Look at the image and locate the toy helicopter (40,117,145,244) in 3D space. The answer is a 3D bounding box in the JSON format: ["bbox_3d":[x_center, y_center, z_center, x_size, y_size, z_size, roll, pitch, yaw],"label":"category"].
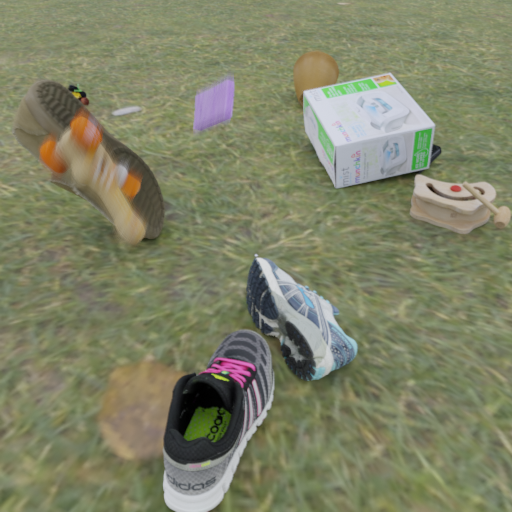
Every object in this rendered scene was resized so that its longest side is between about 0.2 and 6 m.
[{"bbox_3d":[-2.093,-0.976,7.944,0.743,1.246,1.885,-34,79,13],"label":"toy helicopter"}]

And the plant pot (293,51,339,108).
[{"bbox_3d":[1.584,-4.728,15.553,1.304,1.304,1.400,7,51,9],"label":"plant pot"}]

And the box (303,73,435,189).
[{"bbox_3d":[2.420,-2.838,12.597,2.182,1.195,2.472,-12,45,-4],"label":"box"}]

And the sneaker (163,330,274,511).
[{"bbox_3d":[-0.404,1.705,6.860,0.975,1.156,2.643,11,38,15],"label":"sneaker"}]

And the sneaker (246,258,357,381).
[{"bbox_3d":[0.625,0.879,8.406,1.004,0.903,2.326,-7,43,-29],"label":"sneaker"}]

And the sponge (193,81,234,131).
[{"bbox_3d":[-0.785,-2.720,10.203,0.174,0.649,1.163,7,-5,-34],"label":"sponge"}]

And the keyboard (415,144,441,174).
[{"bbox_3d":[3.001,-2.502,13.184,1.387,0.296,2.309,-38,49,-26],"label":"keyboard"}]

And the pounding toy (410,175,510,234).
[{"bbox_3d":[3.978,-1.210,10.781,1.981,1.136,1.133,23,47,27],"label":"pounding toy"}]

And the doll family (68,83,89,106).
[{"bbox_3d":[-5.064,-4.242,15.329,0.970,0.659,1.679,-5,42,-14],"label":"doll family"}]

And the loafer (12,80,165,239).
[{"bbox_3d":[-2.916,-1.556,9.997,1.125,3.335,1.268,-19,32,31],"label":"loafer"}]
